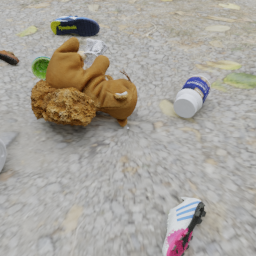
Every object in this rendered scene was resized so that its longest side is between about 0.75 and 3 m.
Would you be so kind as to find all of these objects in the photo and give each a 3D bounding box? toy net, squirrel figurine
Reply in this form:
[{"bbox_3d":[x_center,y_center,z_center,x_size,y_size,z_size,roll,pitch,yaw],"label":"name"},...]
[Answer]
[{"bbox_3d":[-1.830,-2.097,9.390,2.583,1.355,0.499,-20,38,-4],"label":"toy net"},{"bbox_3d":[-1.191,-0.855,8.057,2.654,2.012,2.844,29,51,15],"label":"squirrel figurine"}]

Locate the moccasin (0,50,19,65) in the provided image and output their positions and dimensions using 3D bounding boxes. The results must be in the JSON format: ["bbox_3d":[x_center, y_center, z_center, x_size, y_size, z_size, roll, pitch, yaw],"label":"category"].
[{"bbox_3d":[-4.804,-2.900,11.362,1.312,0.480,0.506,22,53,38],"label":"moccasin"}]

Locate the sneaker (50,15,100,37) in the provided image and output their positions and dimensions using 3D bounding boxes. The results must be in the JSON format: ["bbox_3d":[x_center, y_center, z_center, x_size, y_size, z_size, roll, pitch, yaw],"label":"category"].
[{"bbox_3d":[-2.483,-4.997,13.509,2.371,0.877,0.975,7,39,6],"label":"sneaker"}]

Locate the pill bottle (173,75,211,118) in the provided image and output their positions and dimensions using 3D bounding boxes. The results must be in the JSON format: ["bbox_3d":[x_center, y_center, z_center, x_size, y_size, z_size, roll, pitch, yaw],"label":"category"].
[{"bbox_3d":[1.996,-0.982,8.754,0.844,0.844,1.459,19,44,21],"label":"pill bottle"}]

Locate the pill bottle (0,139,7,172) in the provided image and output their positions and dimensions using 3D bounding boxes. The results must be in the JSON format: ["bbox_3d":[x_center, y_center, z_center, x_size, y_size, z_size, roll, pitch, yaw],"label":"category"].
[{"bbox_3d":[-4.246,0.415,6.720,2.379,1.321,1.321,20,44,23],"label":"pill bottle"}]

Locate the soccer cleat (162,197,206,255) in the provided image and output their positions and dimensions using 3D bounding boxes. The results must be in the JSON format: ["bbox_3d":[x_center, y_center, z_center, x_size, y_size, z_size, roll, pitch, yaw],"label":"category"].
[{"bbox_3d":[0.999,1.975,5.602,0.647,0.523,1.499,10,37,39],"label":"soccer cleat"}]
